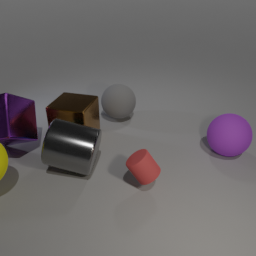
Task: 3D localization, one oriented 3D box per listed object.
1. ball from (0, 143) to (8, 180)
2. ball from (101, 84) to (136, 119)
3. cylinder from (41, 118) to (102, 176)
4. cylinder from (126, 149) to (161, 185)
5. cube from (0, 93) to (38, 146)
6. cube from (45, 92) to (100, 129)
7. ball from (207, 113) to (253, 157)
[{"bbox_3d":[-3.812,0.875,7.132,1.400,1.400,1.400,0,30,0],"label":"ball"},{"bbox_3d":[-0.380,-1.074,11.260,1.400,1.400,1.400,0,30,0],"label":"ball"},{"bbox_3d":[-1.618,0.557,8.232,1.400,1.400,1.400,14,31,0],"label":"cylinder"},{"bbox_3d":[0.412,1.043,7.543,0.700,0.700,0.700,-32,19,13],"label":"cylinder"},{"bbox_3d":[-3.957,-0.215,9.047,1.400,1.400,1.400,-9,-7,17],"label":"cube"},{"bbox_3d":[-1.911,-0.330,10.043,1.400,1.400,1.400,8,31,13],"label":"cube"},{"bbox_3d":[3.289,0.226,9.114,1.400,1.400,1.400,0,30,0],"label":"ball"}]
